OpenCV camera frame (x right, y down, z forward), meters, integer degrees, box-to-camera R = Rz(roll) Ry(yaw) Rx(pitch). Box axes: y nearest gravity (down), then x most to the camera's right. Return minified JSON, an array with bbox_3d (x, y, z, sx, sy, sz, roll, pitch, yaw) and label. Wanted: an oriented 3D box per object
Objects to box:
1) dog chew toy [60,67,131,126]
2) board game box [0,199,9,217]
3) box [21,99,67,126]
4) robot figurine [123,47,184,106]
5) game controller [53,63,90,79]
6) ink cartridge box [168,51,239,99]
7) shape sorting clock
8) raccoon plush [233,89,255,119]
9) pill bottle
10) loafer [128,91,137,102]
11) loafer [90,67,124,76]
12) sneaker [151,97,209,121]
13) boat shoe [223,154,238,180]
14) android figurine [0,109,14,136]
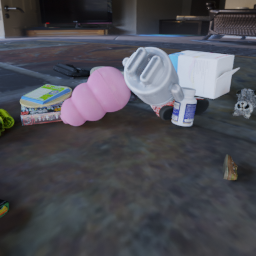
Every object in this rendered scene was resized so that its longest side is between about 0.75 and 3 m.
[{"bbox_3d":[-1.219,-1.006,9.967,2.617,1.630,1.630,-34,28,-2],"label":"dog chew toy"},{"bbox_3d":[-3.523,1.824,4.830,1.354,0.303,2.585,11,17,18],"label":"board game box"},{"bbox_3d":[-2.996,-0.675,10.937,2.208,0.440,1.511,-8,25,-18],"label":"box"},{"bbox_3d":[0.859,-1.683,9.559,2.385,1.588,2.813,38,5,21],"label":"robot figurine"},{"bbox_3d":[-3.627,-3.646,17.932,1.550,0.626,2.972,1,19,-38],"label":"game controller"},{"bbox_3d":[3.701,-2.667,13.785,2.960,1.853,1.902,19,30,38],"label":"ink cartridge box"},{"bbox_3d":[-3.012,-1.166,10.394,1.911,0.375,1.911,-8,31,5],"label":"shape sorting clock"},{"bbox_3d":[4.925,-0.791,11.260,1.754,1.175,0.849,23,-9,-35],"label":"raccoon plush"},{"bbox_3d":[2.026,-0.774,9.989,0.767,1.282,0.767,7,18,-2],"label":"pill bottle"},{"bbox_3d":[-0.417,-1.693,13.193,0.669,0.763,2.123,6,19,-44],"label":"loafer"},{"bbox_3d":[-0.663,-2.753,15.413,2.778,0.999,0.873,9,8,7],"label":"loafer"},{"bbox_3d":[2.014,-0.992,11.146,2.263,0.756,1.213,-13,36,-21],"label":"sneaker"},{"bbox_3d":[2.622,1.026,7.172,0.321,0.339,0.943,11,34,14],"label":"boat shoe"},{"bbox_3d":[-5.449,-0.181,9.585,2.698,0.609,2.964,-18,30,-35],"label":"android figurine"}]
